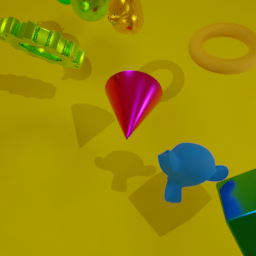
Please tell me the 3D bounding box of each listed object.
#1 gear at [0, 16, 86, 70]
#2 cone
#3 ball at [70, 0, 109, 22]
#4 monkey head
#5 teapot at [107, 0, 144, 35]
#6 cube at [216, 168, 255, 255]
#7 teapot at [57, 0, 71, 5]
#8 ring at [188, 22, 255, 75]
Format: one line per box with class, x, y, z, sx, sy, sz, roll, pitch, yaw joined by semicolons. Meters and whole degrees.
gear;-1.876;-1.817;6.191;1.853;1.853;0.343;18;88;5
cone;0.050;-0.299;6.124;1.352;1.352;1.357;7;54;2
ball;-0.940;-3.255;7.118;1.040;1.040;1.040;0;74;0
monkey head;1.218;0.944;5.767;1.755;1.058;1.263;17;75;-32
teapot;-0.085;-2.530;6.168;0.746;0.948;1.524;-7;28;20
cube;2.693;1.706;5.429;1.362;1.362;1.362;-25;103;16
teapot;-1.722;-3.885;7.911;0.760;1.222;0.598;-18;56;17
ring;2.351;-1.951;6.752;1.781;0.356;1.781;-3;52;4
